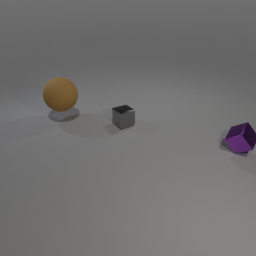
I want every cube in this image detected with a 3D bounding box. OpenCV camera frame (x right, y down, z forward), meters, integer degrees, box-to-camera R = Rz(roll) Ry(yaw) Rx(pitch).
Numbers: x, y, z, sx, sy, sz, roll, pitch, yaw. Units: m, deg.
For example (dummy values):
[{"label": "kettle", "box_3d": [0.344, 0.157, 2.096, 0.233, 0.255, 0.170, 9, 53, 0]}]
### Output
[{"label": "cube", "box_3d": [3.886, 0.345, 9.577, 0.700, 0.700, 0.700, -23, 22, 54]}, {"label": "cube", "box_3d": [-0.180, -0.464, 11.481, 0.700, 0.700, 0.700, -17, 32, -27]}]

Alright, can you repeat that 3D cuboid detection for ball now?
[{"label": "ball", "box_3d": [-2.749, -1.362, 11.440, 1.400, 1.400, 1.400, 0, 29, 0]}]
